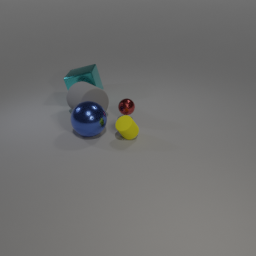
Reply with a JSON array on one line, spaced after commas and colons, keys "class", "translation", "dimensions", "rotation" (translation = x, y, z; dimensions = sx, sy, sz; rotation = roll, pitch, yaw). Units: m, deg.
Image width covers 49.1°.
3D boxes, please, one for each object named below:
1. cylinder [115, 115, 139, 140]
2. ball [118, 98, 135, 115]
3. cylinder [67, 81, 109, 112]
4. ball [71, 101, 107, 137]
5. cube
[{"class": "cylinder", "translation": [-0.026, -0.016, 10.698], "dimensions": [0.700, 0.700, 0.700], "rotation": [-14, 54, 20]}, {"class": "ball", "translation": [-0.056, -0.878, 11.640], "dimensions": [0.700, 0.700, 0.700], "rotation": [0, 29, 0]}, {"class": "cylinder", "translation": [-1.769, -1.208, 12.203], "dimensions": [1.400, 1.400, 1.400], "rotation": [-18, 28, -29]}, {"class": "ball", "translation": [-1.522, -0.351, 10.909], "dimensions": [1.400, 1.400, 1.400], "rotation": [0, 29, 0]}, {"class": "cube", "translation": [-2.138, -2.168, 13.815], "dimensions": [1.400, 1.400, 1.400], "rotation": [-12, 27, 10]}]
